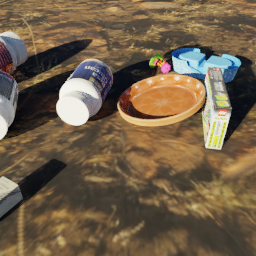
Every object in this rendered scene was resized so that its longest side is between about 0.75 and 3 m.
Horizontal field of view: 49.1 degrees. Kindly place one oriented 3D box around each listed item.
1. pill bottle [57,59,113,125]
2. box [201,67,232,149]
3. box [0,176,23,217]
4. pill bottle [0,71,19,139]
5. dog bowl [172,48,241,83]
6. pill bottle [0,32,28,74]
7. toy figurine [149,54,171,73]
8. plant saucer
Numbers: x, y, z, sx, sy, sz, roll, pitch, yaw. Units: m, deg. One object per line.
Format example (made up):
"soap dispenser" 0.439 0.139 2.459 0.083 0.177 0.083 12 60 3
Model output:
"pill bottle" -1.266 -1.073 8.300 1.230 1.230 2.214 6 37 8
"box" 2.357 -0.628 7.674 0.397 1.259 2.287 6 36 7
"box" -2.718 1.542 5.388 0.524 0.436 1.275 19 40 24
"pill bottle" -3.732 -0.637 7.680 1.245 1.245 2.149 -8 36 -11
"dog bowl" 2.877 -2.378 10.609 2.557 0.634 1.425 20 41 25
"pill bottle" -4.949 -2.367 9.836 1.506 1.506 2.749 16 40 21
"toy figurine" 1.363 -2.419 10.897 0.748 0.610 0.812 43 28 27
"plant saucer" 0.978 -0.822 8.305 2.564 0.414 2.564 -11 35 8
